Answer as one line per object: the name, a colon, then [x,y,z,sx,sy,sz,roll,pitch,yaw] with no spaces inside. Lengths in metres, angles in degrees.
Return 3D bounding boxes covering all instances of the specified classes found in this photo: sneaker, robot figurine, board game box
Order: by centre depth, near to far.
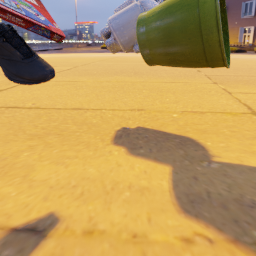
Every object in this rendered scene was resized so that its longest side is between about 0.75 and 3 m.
sneaker: [-2.069,-1.377,4.960,1.769,0.803,0.672,28,42,7]
board game box: [-2.761,-2.856,6.085,1.535,0.290,2.982,54,22,18]
robot figurine: [0.273,-3.814,10.488,2.595,2.201,1.465,-29,-12,9]

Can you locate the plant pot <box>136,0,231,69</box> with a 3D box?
plant pot: [1.513,-2.661,7.760,2.267,2.354,2.354,-4,15,25]
